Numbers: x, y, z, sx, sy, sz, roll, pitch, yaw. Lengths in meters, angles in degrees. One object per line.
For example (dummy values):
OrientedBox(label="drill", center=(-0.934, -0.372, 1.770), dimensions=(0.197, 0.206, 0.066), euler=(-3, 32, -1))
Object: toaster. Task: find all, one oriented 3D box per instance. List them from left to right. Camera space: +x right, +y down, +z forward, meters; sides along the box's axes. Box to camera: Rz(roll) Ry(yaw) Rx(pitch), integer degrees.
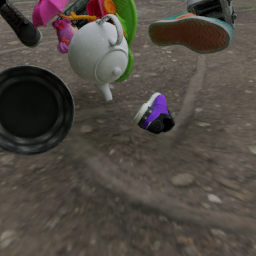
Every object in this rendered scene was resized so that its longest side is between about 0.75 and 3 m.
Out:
OrientedBox(label="toaster", center=(2.546, -3.617, 8.739), dimensions=(1.475, 1.334, 0.875), euler=(-11, 41, 25))

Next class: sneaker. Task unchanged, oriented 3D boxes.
OrientedBox(label="sneaker", center=(-3.113, -2.939, 7.854), dimensions=(0.621, 0.881, 1.659), euler=(-45, 64, -1))
OrientedBox(label="sneaker", center=(0.590, -0.220, 5.331), dimensions=(0.681, 0.476, 1.368), euler=(33, 29, 6))
OrientedBox(label="sneaker", center=(1.791, -2.703, 7.611), dimensions=(1.057, 0.944, 2.644), euler=(-35, 39, -26))

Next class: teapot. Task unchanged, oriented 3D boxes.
OrientedBox(label="teapot", center=(-0.481, -1.440, 5.764), dimensions=(1.374, 1.392, 1.017), euler=(-46, 60, 7))

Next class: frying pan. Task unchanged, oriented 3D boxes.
OrientedBox(label="frying pan", center=(-1.743, -0.351, 3.752), dimensions=(2.075, 1.255, 0.338), euler=(18, 5, -23))

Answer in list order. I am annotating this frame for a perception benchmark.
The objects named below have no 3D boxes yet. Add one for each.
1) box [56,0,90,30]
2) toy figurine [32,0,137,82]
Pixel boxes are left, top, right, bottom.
OrientedBox(label="box", center=(-1.172, -3.954, 10.041), dimensions=(1.751, 2.203, 0.507), euler=(14, 56, -53))
OrientedBox(label="toy figurine", center=(-1.245, -2.551, 7.368), dimensions=(2.033, 2.708, 2.493), euler=(-12, -1, 44))
